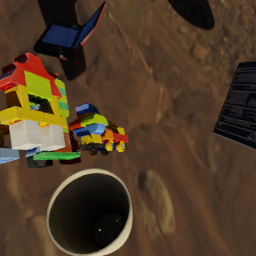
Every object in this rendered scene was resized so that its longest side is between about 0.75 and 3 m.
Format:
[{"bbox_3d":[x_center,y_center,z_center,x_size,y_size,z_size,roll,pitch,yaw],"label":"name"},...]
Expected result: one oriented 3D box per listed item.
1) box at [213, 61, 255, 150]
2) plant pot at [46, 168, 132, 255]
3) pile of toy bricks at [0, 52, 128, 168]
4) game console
[{"bbox_3d":[2.244,-0.303,4.510,0.844,1.370,1.359,18,96,-14],"label":"box"},{"bbox_3d":[-0.439,1.529,4.593,1.273,1.359,1.273,-7,56,10],"label":"plant pot"},{"bbox_3d":[-1.150,-0.229,4.266,1.581,2.850,1.407,-16,78,20],"label":"pile of toy bricks"},{"bbox_3d":[-1.134,-2.031,5.550,1.156,0.796,1.341,12,44,-3],"label":"game console"}]
